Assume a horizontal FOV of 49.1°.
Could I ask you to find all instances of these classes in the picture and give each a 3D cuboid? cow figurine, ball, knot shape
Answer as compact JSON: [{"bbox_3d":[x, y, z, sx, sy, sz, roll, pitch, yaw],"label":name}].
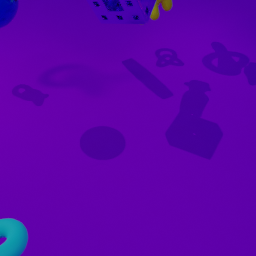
[{"bbox_3d":[0.436,-3.212,6.237,0.803,1.439,1.463,-6,31,39],"label":"cow figurine"},{"bbox_3d":[-2.479,-2.275,4.863,1.081,1.081,1.081,0,52,0],"label":"ball"},{"bbox_3d":[-1.682,1.387,2.900,1.290,1.378,0.637,-26,68,-33],"label":"knot shape"}]

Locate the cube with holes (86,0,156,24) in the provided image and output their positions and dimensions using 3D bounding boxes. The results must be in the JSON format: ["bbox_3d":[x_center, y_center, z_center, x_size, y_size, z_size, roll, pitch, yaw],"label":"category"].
[{"bbox_3d":[-0.107,-2.583,4.943,1.000,1.000,1.000,12,73,27],"label":"cube with holes"}]
